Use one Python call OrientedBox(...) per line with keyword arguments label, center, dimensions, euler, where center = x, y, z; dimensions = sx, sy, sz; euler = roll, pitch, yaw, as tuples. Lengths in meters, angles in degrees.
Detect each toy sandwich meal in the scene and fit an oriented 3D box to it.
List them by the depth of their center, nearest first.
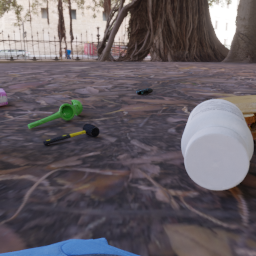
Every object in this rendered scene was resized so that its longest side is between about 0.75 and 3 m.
OrientedBox(label="toy sandwich meal", center=(3.121, -0.324, 7.365), dimensions=(2.590, 0.887, 2.590), euler=(-5, 9, 1))

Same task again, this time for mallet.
OrientedBox(label="mallet", center=(-1.460, 0.172, 7.124), dimensions=(1.444, 0.297, 0.475), euler=(-13, 21, -27))

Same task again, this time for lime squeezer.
OrientedBox(label="lime squeezer", center=(-2.122, -0.591, 9.240), dimensions=(1.046, 0.559, 2.963), euler=(3, 17, 10))

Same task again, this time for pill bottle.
OrientedBox(label="pill bottle", center=(1.616, 0.230, 5.138), dimensions=(1.211, 1.211, 2.118), euler=(5, 17, 16))

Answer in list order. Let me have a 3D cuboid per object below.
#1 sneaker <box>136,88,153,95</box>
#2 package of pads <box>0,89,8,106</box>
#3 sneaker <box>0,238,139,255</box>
OrientedBox(label="sneaker", center=(0.824, -1.776, 13.888), dimensions=(0.844, 0.318, 0.334), euler=(-8, 25, 3))
OrientedBox(label="package of pads", center=(-5.466, -1.247, 11.421), dimensions=(0.915, 0.575, 1.519), euler=(-8, 18, -27))
OrientedBox(label="sneaker", center=(-0.766, 1.310, 1.948), dimensions=(2.920, 0.963, 1.145), euler=(2, 13, 1))
